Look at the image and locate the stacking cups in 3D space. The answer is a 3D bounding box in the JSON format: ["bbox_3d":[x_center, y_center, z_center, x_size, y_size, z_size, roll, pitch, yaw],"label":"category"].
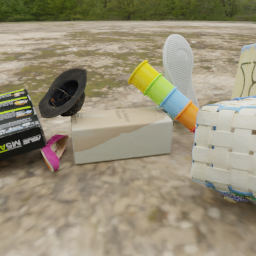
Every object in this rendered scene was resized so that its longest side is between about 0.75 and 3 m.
[{"bbox_3d":[1.104,-0.561,6.725,2.447,0.740,0.740,43,37,7],"label":"stacking cups"}]

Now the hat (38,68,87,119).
[{"bbox_3d":[-1.359,-0.686,6.540,1.474,0.594,1.474,-21,46,24],"label":"hat"}]

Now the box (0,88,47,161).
[{"bbox_3d":[-3.540,0.023,6.618,2.750,0.653,2.656,-18,29,-19],"label":"box"}]

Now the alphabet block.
[{"bbox_3d":[3.989,-1.008,7.086,1.925,1.960,1.915,9,8,-12],"label":"alphabet block"}]

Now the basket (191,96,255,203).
[{"bbox_3d":[2.512,0.399,5.046,2.468,1.947,2.800,9,9,44],"label":"basket"}]

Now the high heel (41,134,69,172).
[{"bbox_3d":[-1.573,0.517,6.400,0.710,0.499,1.481,-23,18,-15],"label":"high heel"}]

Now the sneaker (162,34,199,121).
[{"bbox_3d":[1.284,-1.351,8.152,0.892,2.423,1.429,-7,-2,-15],"label":"sneaker"}]

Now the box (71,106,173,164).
[{"bbox_3d":[-0.184,0.130,6.754,2.295,0.892,1.089,-6,26,-12],"label":"box"}]
